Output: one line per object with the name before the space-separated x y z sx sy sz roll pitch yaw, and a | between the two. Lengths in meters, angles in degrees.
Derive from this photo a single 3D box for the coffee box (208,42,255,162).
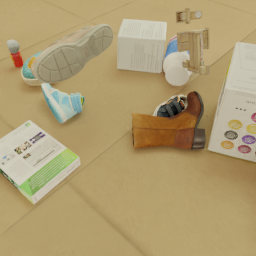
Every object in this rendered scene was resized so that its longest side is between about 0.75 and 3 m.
coffee box | 4.498 -0.755 9.309 2.807 2.780 2.811 14 48 14

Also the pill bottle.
pill bottle | 2.267 -2.988 12.407 1.347 1.347 2.400 9 47 9

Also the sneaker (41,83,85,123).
sneaker | -2.512 -1.183 11.108 1.349 0.822 2.066 -26 62 -20

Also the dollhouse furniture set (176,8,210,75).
dollhouse furniture set | 2.705 -3.185 9.932 1.244 2.172 2.547 -10 21 -5

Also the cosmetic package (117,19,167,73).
cosmetic package | 0.650 -3.786 12.893 2.065 1.717 1.728 7 47 5

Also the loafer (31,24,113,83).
loafer | -1.699 -2.269 8.339 0.911 1.041 2.897 26 54 37

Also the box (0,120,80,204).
box | -3.198 0.999 9.284 2.705 0.492 1.952 31 54 27

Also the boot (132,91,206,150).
boot | 1.403 -0.326 10.158 2.546 0.872 2.397 2 70 3

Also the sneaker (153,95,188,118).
sneaker | 1.676 -0.745 10.609 0.722 0.713 1.817 -6 31 50

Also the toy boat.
toy boat | -4.202 -3.020 12.464 2.798 1.300 2.352 21 51 18
